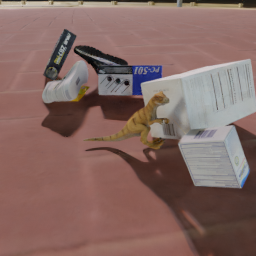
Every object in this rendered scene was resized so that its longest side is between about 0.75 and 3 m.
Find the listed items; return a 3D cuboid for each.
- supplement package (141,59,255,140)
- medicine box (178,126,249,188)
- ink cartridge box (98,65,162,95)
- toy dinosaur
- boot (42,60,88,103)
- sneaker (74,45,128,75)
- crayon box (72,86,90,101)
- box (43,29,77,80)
[{"bbox_3d":[1.887,-0.774,7.200,2.610,1.429,1.485,-19,13,-32],"label":"supplement package"},{"bbox_3d":[1.591,0.549,5.195,0.933,1.025,0.527,-7,25,44],"label":"medicine box"},{"bbox_3d":[0.078,-1.610,9.471,2.138,1.005,0.473,1,9,8],"label":"ink cartridge box"},{"bbox_3d":[0.206,0.006,6.561,1.247,2.347,0.709,48,30,-7],"label":"toy dinosaur"},{"bbox_3d":[-2.043,-1.539,9.149,1.054,0.811,2.205,-8,30,14],"label":"boot"},{"bbox_3d":[-1.159,-2.433,10.852,2.174,0.952,0.823,23,31,1],"label":"sneaker"},{"bbox_3d":[-1.966,-1.218,9.653,1.180,0.300,0.749,6,30,12],"label":"crayon box"},{"bbox_3d":[-2.660,-2.928,10.928,0.566,1.858,2.305,27,10,-21],"label":"box"}]
